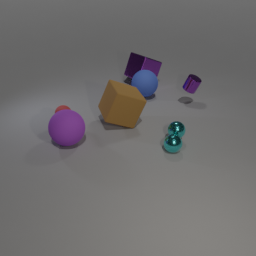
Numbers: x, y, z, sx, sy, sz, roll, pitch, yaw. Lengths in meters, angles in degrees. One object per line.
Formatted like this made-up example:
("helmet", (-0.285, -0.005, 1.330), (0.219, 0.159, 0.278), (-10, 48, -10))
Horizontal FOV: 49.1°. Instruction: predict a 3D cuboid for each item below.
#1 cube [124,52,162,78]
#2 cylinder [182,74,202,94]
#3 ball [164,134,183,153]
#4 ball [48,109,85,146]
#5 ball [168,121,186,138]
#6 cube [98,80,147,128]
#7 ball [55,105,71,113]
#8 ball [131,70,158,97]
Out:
("cube", (0.869, -3.480, 16.449), (1.400, 1.400, 1.400), (5, 20, -42))
("cylinder", (3.134, -2.161, 13.725), (0.700, 0.700, 0.700), (17, 37, -13))
("ball", (1.686, 0.580, 10.483), (0.700, 0.700, 0.700), (0, 30, 0))
("ball", (-2.348, -0.012, 10.767), (1.400, 1.400, 1.400), (0, 30, 0))
("ball", (1.913, 0.078, 11.039), (0.700, 0.700, 0.700), (0, 30, 0))
("cube", (-0.281, -1.034, 12.061), (1.400, 1.400, 1.400), (13, 27, -27))
("ball", (-2.696, -0.603, 11.678), (0.700, 0.700, 0.700), (0, 30, 0))
("ball", (0.877, -2.337, 14.682), (1.400, 1.400, 1.400), (0, 30, 0))
